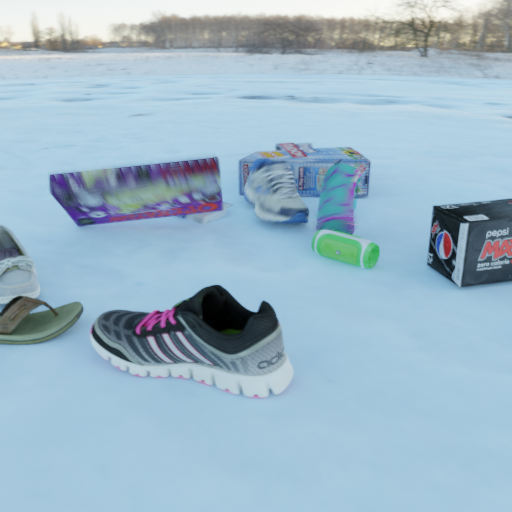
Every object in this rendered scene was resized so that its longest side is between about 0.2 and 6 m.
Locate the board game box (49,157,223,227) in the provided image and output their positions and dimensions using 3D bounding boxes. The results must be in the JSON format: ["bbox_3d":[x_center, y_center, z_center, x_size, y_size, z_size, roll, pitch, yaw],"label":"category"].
[{"bbox_3d":[-2.357,-1.288,11.707,3.293,0.532,1.976,-7,-12,-3],"label":"board game box"}]

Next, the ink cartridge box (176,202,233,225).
[{"bbox_3d":[-1.237,-1.065,13.150,1.020,0.207,1.022,18,32,35],"label":"ink cartridge box"}]

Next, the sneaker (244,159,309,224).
[{"bbox_3d":[0.413,-1.561,12.937,1.074,1.187,2.788,-2,24,-23],"label":"sneaker"}]

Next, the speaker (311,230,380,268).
[{"bbox_3d":[1.679,-0.140,10.595,1.241,0.549,0.549,18,29,36],"label":"speaker"}]

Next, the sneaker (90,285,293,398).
[{"bbox_3d":[-0.879,0.902,7.222,2.814,1.231,1.038,9,24,19],"label":"sneaker"}]

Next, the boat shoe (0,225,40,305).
[{"bbox_3d":[-4.266,0.158,9.595,0.870,0.757,2.361,-10,25,-23],"label":"boat shoe"}]

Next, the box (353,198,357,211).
[{"bbox_3d":[2.057,-1.133,13.275,0.449,0.268,1.091,10,25,19],"label":"box"}]

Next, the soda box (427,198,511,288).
[{"bbox_3d":[4.994,-0.350,10.135,3.579,1.266,1.133,-6,21,-13],"label":"soda box"}]

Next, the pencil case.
[{"bbox_3d":[1.742,-1.160,11.682,0.834,0.768,1.804,-23,38,36],"label":"pencil case"}]

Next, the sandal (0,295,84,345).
[{"bbox_3d":[-3.529,0.895,8.101,1.976,0.564,0.785,-5,23,-12],"label":"sandal"}]

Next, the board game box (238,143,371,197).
[{"bbox_3d":[1.027,-2.454,15.435,3.283,1.013,3.285,-4,23,-8],"label":"board game box"}]
